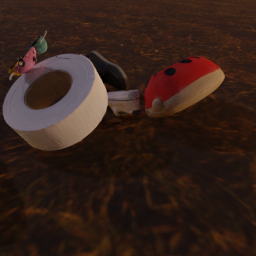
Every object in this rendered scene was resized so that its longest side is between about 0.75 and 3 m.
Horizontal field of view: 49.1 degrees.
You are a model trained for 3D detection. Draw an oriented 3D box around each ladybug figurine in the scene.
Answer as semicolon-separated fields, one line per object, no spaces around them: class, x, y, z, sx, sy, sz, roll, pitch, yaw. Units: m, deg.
ladybug figurine;1.394;-1.171;7.389;1.997;1.058;2.942;-21;8;38

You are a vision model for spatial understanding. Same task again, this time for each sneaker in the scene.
sneaker;-0.289;-0.655;7.609;0.698;0.677;1.912;-10;10;-24
sneaker;-0.953;-1.649;9.071;1.111;0.782;2.091;-35;55;-23

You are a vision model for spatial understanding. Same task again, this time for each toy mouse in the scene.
toy mouse;-2.399;-1.791;6.984;1.576;0.343;1.774;-37;29;22

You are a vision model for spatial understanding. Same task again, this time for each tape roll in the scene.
tape roll;-1.646;-0.653;6.487;2.317;0.810;2.317;-11;51;14
